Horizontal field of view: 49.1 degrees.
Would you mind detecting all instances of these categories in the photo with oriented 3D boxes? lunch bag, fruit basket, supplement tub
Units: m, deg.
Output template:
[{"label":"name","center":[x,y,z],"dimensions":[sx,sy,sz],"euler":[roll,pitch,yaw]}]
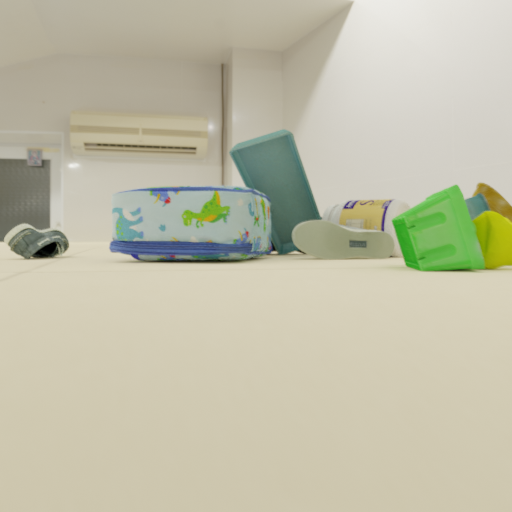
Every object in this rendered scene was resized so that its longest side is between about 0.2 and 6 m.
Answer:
[{"label":"lunch bag","center":[-0.940,-0.491,8.771],"dimensions":[2.197,1.127,2.733],"euler":[2,2,9]},{"label":"fruit basket","center":[2.304,-0.267,6.185],"dimensions":[1.441,1.040,1.441],"euler":[-18,0,0]},{"label":"supplement tub","center":[2.059,-0.510,10.381],"dimensions":[1.472,1.070,1.070],"euler":[3,3,36]}]

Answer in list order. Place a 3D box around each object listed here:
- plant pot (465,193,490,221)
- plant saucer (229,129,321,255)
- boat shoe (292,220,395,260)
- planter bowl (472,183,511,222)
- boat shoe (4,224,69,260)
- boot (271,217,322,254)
[{"label":"plant pot","center":[4.039,-0.582,11.289],"dimensions":[1.140,1.164,1.164],"euler":[-11,0,8]},{"label":"plant saucer","center":[0.496,-1.057,10.081],"dimensions":[1.065,0.289,3.047],"euler":[-15,-38,10]},{"label":"boat shoe","center":[1.383,-0.207,9.315],"dimensions":[1.789,0.624,0.637],"euler":[6,-4,-16]},{"label":"planter bowl","center":[6.008,-0.778,14.311],"dimensions":[2.111,2.111,0.879],"euler":[-2,-32,-46]},{"label":"boat shoe","center":[-3.650,-0.125,9.658],"dimensions":[0.544,0.641,1.760],"euler":[44,0,7]},{"label":"boot","center":[0.269,-0.433,12.320],"dimensions":[2.328,0.861,1.908],"euler":[-5,3,-33]}]
